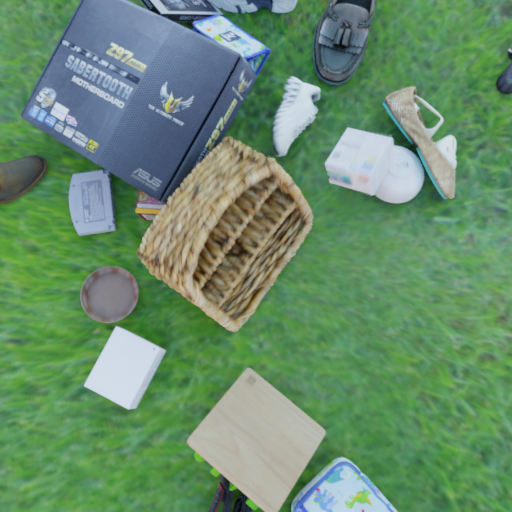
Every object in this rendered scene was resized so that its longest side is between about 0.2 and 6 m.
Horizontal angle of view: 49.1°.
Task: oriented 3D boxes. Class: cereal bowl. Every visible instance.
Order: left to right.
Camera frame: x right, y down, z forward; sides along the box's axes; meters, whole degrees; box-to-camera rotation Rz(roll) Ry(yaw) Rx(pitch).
[{"bbox_3d":[2.745,-1.668,10.973,1.194,0.497,1.194,2,68,-5],"label":"cereal bowl"}]

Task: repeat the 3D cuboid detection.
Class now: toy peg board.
[{"bbox_3d":[-0.070,3.255,9.691,1.798,0.880,1.791,39,47,7],"label":"toy peg board"}]

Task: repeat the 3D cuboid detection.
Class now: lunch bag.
[{"bbox_3d":[-0.775,-3.922,11.266,1.451,1.087,1.706,39,79,14],"label":"lunch bag"},{"bbox_3d":[1.602,4.594,9.493,1.534,0.787,1.909,-41,79,-6],"label":"lunch bag"}]

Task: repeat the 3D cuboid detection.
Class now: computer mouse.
[{"bbox_3d":[5.399,-3.842,11.681,0.711,0.271,1.026,34,79,7],"label":"computer mouse"}]

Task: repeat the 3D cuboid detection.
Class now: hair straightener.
[{"bbox_3d":[-0.476,4.736,9.671,0.972,0.517,2.525,21,73,0],"label":"hair straightener"}]

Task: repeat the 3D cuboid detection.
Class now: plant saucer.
[{"bbox_3d":[-2.767,0.744,10.635,1.089,0.188,1.089,1,72,-2],"label":"plant saucer"}]

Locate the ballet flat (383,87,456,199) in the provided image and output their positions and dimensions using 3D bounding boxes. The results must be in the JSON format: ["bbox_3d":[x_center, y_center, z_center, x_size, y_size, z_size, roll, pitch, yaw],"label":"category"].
[{"bbox_3d":[3.399,-2.291,10.951,0.795,0.858,2.435,-33,81,23],"label":"ballet flat"}]

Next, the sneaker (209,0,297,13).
[{"bbox_3d":[-0.112,-5.954,11.906,1.981,0.791,1.289,0,76,0],"label":"sneaker"}]

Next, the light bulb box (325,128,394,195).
[{"bbox_3d":[1.951,-1.777,10.505,0.956,0.602,0.964,21,67,29],"label":"light bulb box"}]

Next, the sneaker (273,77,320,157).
[{"bbox_3d":[0.794,-2.747,11.117,0.728,0.675,1.796,15,69,6],"label":"sneaker"}]

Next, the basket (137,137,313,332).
[{"bbox_3d":[-0.410,-0.409,9.930,2.099,2.011,2.818,35,77,9],"label":"basket"}]

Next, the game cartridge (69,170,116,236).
[{"bbox_3d":[-3.249,-1.045,11.064,0.843,0.256,1.265,-7,77,-5],"label":"game cartridge"}]

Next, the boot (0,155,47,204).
[{"bbox_3d":[-5.160,-1.476,10.731,2.173,1.053,0.812,-27,78,-6],"label":"boot"}]

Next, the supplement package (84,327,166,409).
[{"bbox_3d":[-2.350,2.022,10.131,0.919,0.654,1.180,26,78,5],"label":"supplement package"}]

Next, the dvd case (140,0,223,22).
[{"bbox_3d":[-1.708,-5.340,11.461,1.401,0.230,1.864,51,41,10],"label":"dvd case"}]

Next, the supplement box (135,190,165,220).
[{"bbox_3d":[-1.902,-1.213,10.916,0.646,0.509,0.987,5,77,11],"label":"supplement box"}]

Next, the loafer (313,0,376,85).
[{"bbox_3d":[1.955,-5.154,11.602,1.147,1.004,3.191,18,78,4],"label":"loafer"}]

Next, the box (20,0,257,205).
[{"bbox_3d":[-2.255,-2.978,10.463,3.697,0.943,2.916,32,93,18],"label":"box"}]
